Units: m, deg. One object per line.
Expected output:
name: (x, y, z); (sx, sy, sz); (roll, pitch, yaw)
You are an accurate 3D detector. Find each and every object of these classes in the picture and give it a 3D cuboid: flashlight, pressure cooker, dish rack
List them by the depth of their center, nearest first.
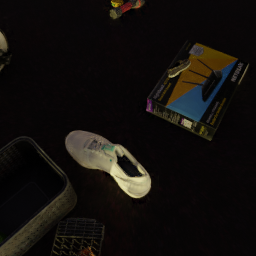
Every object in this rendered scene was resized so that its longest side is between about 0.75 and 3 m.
dish rack: (-1.137, 2.826, 6.191); (1.235, 0.439, 1.610); (2, 52, 5)
pressure cooker: (-5.116, -2.596, 8.929); (2.409, 2.152, 2.119); (25, 58, 15)
flashlight: (-0.016, -4.919, 11.343); (1.491, 0.505, 0.507); (-37, 68, -22)

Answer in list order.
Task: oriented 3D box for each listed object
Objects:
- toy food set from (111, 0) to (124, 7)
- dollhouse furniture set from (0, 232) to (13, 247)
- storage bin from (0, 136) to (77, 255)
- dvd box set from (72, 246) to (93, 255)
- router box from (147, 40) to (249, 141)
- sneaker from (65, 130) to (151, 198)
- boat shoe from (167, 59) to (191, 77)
toy food set: (-0.446, -5.109, 11.543); (0.480, 0.267, 0.816); (-5, 36, -7)
dollhouse furniture set: (-3.465, 2.537, 6.564); (0.824, 0.631, 1.258); (-40, 68, -20)
storage bin: (-2.885, 1.858, 6.670); (1.934, 1.341, 2.861); (40, 67, 21)
dvd box set: (-1.101, 4.139, 5.806); (1.874, 0.376, 2.561); (-25, 61, -14)
router box: (2.241, -1.314, 8.949); (2.209, 0.756, 2.962); (26, 62, 15)
sneaker: (-0.547, 0.691, 7.447); (2.766, 1.224, 1.041); (30, 64, 17)
boat shoe: (1.577, -1.911, 8.649); (0.929, 0.280, 0.331); (-39, 32, -21)
